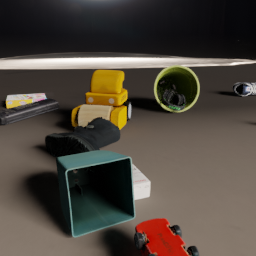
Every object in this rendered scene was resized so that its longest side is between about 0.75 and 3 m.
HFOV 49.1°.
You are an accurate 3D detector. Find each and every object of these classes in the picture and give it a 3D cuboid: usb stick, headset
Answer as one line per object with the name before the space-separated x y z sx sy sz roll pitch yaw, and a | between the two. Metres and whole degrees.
usb stick | -3.956 -0.690 11.147 0.825 0.485 2.975 17 23 24
headset | 1.905 -1.172 12.054 1.015 0.772 1.644 15 35 -5

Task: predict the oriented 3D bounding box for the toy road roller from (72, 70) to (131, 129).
toy road roller | -0.833 -1.016 9.808 1.585 1.883 2.580 4 18 12

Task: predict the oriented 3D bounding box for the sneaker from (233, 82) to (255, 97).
sneaker | 6.838 -2.132 15.080 2.314 0.811 1.256 0 11 23

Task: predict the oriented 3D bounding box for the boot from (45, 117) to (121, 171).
boot | -0.867 0.313 7.316 1.846 0.839 2.198 -20 20 -38

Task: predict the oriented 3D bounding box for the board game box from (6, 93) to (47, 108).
board game box | -4.803 -1.314 13.295 1.757 0.354 1.345 -6 19 -18

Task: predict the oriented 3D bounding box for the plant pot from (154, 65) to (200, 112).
plant pot | 1.958 -1.721 12.614 1.964 1.964 1.865 -2 5 -6

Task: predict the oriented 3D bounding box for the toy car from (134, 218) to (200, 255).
toy car | 0.578 1.962 2.665 2.436 0.543 2.292 13 22 37

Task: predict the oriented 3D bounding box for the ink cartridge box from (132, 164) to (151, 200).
ink cartridge box | -0.011 1.096 5.667 0.629 0.365 0.853 -7 21 -21

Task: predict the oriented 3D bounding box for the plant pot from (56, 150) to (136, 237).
plant pot | -0.721 0.960 5.038 1.087 1.087 1.539 -9 11 -25
